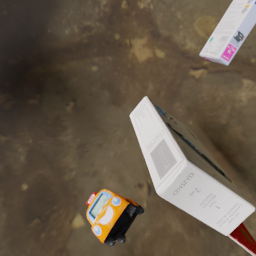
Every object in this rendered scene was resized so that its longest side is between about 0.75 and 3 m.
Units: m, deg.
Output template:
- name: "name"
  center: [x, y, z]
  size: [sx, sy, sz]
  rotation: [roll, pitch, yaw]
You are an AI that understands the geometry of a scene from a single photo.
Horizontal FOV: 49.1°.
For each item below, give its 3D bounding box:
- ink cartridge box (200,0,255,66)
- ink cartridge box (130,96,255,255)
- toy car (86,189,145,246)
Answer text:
- name: "ink cartridge box"
  center: [1.734, -1.674, 4.522]
  size: [0.274, 0.779, 1.306]
  rotation: [25, 104, -15]
- name: "ink cartridge box"
  center: [1.291, 0.733, 4.986]
  size: [2.493, 2.830, 0.633]
  rotation: [35, 104, -19]
- name: "toy car"
  center: [-0.709, 2.232, 5.098]
  size: [0.906, 1.336, 2.723]
  rotation: [32, 99, 21]
